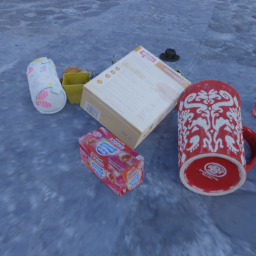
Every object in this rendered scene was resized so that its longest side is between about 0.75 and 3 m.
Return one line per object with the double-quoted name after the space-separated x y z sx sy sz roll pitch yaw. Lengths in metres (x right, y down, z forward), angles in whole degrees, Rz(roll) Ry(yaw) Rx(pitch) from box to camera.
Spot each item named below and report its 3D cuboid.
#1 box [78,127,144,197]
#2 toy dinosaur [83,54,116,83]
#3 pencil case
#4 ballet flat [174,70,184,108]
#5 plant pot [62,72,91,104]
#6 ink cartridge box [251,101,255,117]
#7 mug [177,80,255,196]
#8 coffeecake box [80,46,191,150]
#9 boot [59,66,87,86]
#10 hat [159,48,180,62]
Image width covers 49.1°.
-0.444 0.797 7.023 0.800 0.836 1.676 -28 45 -32 "box"
-0.989 -1.564 10.344 1.214 2.313 2.099 -4 0 0 "toy dinosaur"
-2.900 -1.557 9.929 1.166 1.068 2.570 -44 40 12 "pencil case"
1.735 -1.541 10.296 0.754 0.754 2.032 4 37 5 "ballet flat"
-1.772 -1.383 9.956 0.944 0.833 0.944 -4 37 -5 "plant pot"
4.947 -0.547 9.021 1.032 0.601 1.426 -28 45 -32 "ink cartridge box"
2.357 0.224 7.082 2.370 1.781 2.669 5 40 10 "mug"
0.278 -1.022 8.484 2.090 0.995 2.722 39 55 11 "coffeecake box"
-2.337 -2.119 11.186 1.421 0.545 1.103 -28 45 -32 "boot"
1.957 -3.490 13.148 1.020 0.411 1.020 -1 37 0 "hat"
